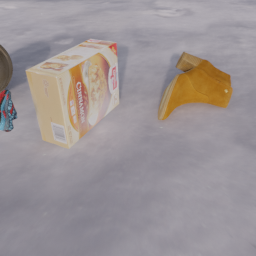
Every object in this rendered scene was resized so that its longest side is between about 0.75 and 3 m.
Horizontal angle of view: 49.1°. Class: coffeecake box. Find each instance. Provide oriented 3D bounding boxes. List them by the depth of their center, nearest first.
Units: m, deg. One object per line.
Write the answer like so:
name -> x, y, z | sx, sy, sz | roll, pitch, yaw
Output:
coffeecake box -> -1.380, -1.111, 8.147 | 1.021, 2.144, 2.793 | 15, 38, 23

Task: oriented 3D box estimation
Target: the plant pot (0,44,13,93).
plant pot -> -4.822, -1.794, 8.843 | 2.124, 2.124, 1.843 | -11, 23, -15

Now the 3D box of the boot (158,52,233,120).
boot -> 2.306, -1.085, 9.154 | 2.072, 1.018, 2.894 | 27, 65, -3

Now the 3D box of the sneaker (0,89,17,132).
sneaker -> -2.696, -0.359, 6.188 | 0.410, 0.494, 1.035 | -19, 58, 25
